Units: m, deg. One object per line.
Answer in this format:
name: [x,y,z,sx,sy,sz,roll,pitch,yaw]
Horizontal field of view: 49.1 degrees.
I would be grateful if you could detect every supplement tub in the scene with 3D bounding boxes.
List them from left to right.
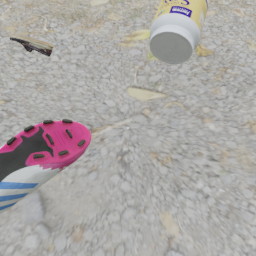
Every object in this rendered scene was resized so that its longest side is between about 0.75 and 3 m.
supplement tub: [1.026,-2.114,5.716,1.017,1.017,1.398,13,63,11]

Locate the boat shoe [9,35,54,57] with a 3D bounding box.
boat shoe: [-2.088,-1.771,6.028,0.922,0.299,0.332,13,18,-12]

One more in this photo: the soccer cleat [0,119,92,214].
soccer cleat: [-1.558,0.610,4.032,2.255,0.974,0.788,-28,64,-32]
